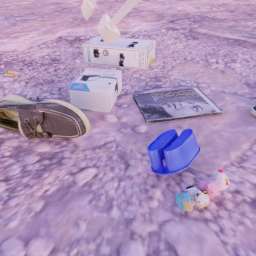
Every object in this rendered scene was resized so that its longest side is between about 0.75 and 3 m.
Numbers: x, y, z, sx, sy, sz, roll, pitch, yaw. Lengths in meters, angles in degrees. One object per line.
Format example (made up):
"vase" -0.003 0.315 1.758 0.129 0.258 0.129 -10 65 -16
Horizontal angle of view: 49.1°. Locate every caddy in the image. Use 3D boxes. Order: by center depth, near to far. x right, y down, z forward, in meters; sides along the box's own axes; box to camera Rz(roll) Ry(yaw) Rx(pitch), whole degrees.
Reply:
"caddy" 1.020 0.550 6.184 0.932 0.692 1.318 -4 24 42

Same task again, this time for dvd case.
"dvd case" 1.479 -0.743 8.684 2.333 0.186 1.735 -7 32 -11

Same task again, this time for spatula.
"spatula" -0.588 -2.919 6.057 0.216 1.866 2.684 -41 14 -20

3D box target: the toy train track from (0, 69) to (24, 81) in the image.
"toy train track" -2.679 -1.116 5.853 0.779 0.221 1.359 7 9 -5

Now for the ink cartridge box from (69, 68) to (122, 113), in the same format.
"ink cartridge box" -0.980 -1.265 8.985 1.266 0.730 1.745 6 33 9

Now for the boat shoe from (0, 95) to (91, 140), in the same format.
"boat shoe" -2.327 -0.141 7.015 2.967 1.060 0.975 12 40 27

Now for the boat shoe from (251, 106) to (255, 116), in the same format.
"boat shoe" 4.506 -0.616 8.116 1.871 0.582 0.698 -3 34 -1

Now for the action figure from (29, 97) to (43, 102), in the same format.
"action figure" -2.415 -0.620 8.317 1.125 0.390 0.732 22 32 26

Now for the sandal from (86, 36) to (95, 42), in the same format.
"sandal" -1.687 -4.611 14.634 1.266 0.417 0.464 24 39 33

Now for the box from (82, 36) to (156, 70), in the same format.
"box" -0.342 -3.293 12.116 2.833 0.852 1.652 8 33 13

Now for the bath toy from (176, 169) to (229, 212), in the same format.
"bath toy" 1.505 1.167 5.382 1.245 0.460 0.541 -20 38 -30
